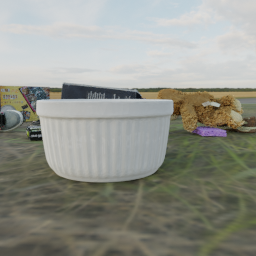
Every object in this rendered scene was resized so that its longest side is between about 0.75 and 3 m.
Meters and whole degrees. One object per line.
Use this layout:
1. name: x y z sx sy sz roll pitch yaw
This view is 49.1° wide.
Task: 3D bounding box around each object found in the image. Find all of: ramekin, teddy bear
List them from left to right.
1. ramekin: -0.363 0.098 4.616 2.168 1.138 2.168 0 6 0
2. teddy bear: 2.361 -0.563 9.256 2.900 0.968 2.102 -2 42 1

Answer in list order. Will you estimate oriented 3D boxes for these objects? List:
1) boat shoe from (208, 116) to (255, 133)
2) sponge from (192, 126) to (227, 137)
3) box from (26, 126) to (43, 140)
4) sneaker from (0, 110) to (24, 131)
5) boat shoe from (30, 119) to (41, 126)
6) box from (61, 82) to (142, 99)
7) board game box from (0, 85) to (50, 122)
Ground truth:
1. boat shoe: 3.549 -0.227 9.612 1.722 0.637 0.636 6 9 41
2. sponge: 2.485 0.096 8.806 0.716 0.191 1.283 0 6 -5
3. box: -2.264 0.121 8.121 1.238 0.294 1.195 -2 10 -22
4. sneaker: -4.417 -0.241 8.873 1.912 0.799 1.154 -6 0 15
5. boat shoe: -3.739 -0.225 11.378 0.275 0.234 0.821 1 7 10
6. box: -0.725 -0.562 8.444 2.053 1.294 2.089 8 4 6
7. board game box: -4.769 -1.117 12.952 0.423 1.656 2.444 7 9 41
